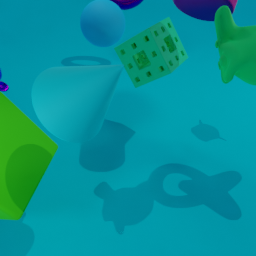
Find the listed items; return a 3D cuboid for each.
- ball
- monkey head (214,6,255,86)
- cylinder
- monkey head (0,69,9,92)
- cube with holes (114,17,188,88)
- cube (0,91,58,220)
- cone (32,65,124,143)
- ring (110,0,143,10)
[{"bbox_3d":[-0.682,-2.831,7.610,1.223,1.223,1.223,0,42,0],"label":"ball"},{"bbox_3d":[1.747,-1.171,3.894,0.999,1.192,1.657,-11,2,16],"label":"monkey head"},{"bbox_3d":[1.413,-2.540,4.723,1.055,1.055,1.055,19,0,0],"label":"cylinder"},{"bbox_3d":[-3.314,-1.218,6.219,1.258,0.758,0.905,31,57,0],"label":"monkey head"},{"bbox_3d":[0.540,-1.689,6.310,1.010,1.010,1.010,-16,19,42],"label":"cube with holes"},{"bbox_3d":[-2.206,0.476,4.305,1.349,1.349,1.349,-11,43,33],"label":"cube"},{"bbox_3d":[-0.363,-0.441,3.007,0.971,0.967,0.967,-26,22,42],"label":"cone"},{"bbox_3d":[-0.170,-4.783,9.071,1.818,1.818,0.364,-4,10,-5],"label":"ring"}]
